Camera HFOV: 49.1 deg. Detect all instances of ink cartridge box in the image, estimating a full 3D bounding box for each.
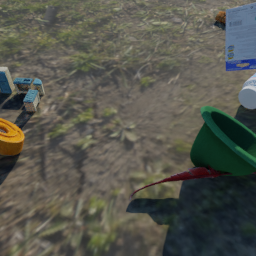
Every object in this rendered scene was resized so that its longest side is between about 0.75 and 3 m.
[{"bbox_3d":[2.658,-2.021,6.334,0.849,1.423,0.299,5,7,42],"label":"ink cartridge box"}]

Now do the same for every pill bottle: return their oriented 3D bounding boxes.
[{"bbox_3d":[4.016,-1.228,8.397,0.876,0.876,1.611,35,54,30],"label":"pill bottle"}]

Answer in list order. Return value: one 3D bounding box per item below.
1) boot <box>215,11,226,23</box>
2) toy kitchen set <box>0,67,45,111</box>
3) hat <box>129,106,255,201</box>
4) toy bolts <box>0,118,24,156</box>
[{"bbox_3d":[4.567,-5.039,12.479,1.006,0.479,1.300,24,47,28],"label":"boot"},{"bbox_3d":[-3.349,-1.157,8.364,1.392,0.820,1.115,3,45,3],"label":"toy kitchen set"},{"bbox_3d":[1.856,0.954,6.688,2.612,2.299,2.163,32,25,-6],"label":"hat"},{"bbox_3d":[-3.844,0.916,6.169,2.724,1.978,2.852,21,19,-39],"label":"toy bolts"}]
